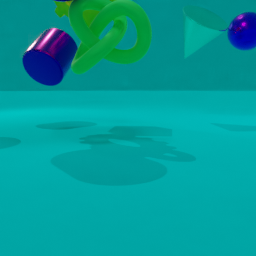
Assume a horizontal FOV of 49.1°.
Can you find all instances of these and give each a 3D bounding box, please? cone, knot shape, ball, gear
[{"bbox_3d":[2.097,-2.800,8.815,1.457,1.463,1.457,12,44,-12],"label":"cone"},{"bbox_3d":[-0.501,-1.928,5.425,1.755,1.642,0.811,-24,-20,13],"label":"knot shape"},{"bbox_3d":[3.460,-2.808,8.156,1.073,1.073,1.073,0,8,0],"label":"ball"},{"bbox_3d":[-1.144,-3.374,6.569,2.044,2.044,0.378,5,41,33],"label":"gear"}]

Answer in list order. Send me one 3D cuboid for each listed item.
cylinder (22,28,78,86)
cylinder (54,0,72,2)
[{"bbox_3d":[-2.408,-2.227,8.816,1.315,1.315,1.315,3,47,18],"label":"cylinder"},{"bbox_3d":[-1.384,-3.155,5.045,1.320,1.320,1.320,-6,40,-35],"label":"cylinder"}]
